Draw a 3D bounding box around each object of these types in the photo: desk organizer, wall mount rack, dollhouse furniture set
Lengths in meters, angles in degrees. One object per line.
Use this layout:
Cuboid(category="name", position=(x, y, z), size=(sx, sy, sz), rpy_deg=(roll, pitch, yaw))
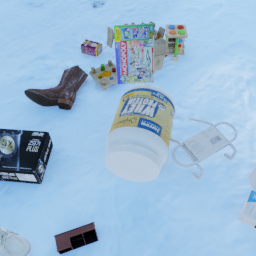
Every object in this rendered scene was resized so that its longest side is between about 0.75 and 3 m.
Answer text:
Cuboid(category="desk organizer", position=(-1.549, 3.339, 8.485), size=(1.248, 0.447, 0.480), rpy_deg=(-16, 56, -12))
Cuboid(category="wall mount rack", position=(2.526, 0.507, 10.429), size=(2.791, 1.041, 2.425), rpy_deg=(-26, 60, -19))
Cuboid(category="dollhouse furniture set", position=(0.670, -4.053, 13.805), size=(2.723, 1.403, 2.693), rpy_deg=(-20, 47, -31))

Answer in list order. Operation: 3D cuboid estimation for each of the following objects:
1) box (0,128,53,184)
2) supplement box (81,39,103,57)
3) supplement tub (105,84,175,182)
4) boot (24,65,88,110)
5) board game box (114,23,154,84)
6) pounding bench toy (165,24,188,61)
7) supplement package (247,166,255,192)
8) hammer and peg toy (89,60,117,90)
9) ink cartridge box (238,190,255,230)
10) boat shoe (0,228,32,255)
Cuboid(category="box", position=(-3.976, 0.984, 10.043), size=(2.094, 0.902, 1.715), rpy_deg=(4, 51, 4))
Cuboid(category="supplement box", position=(-1.855, -4.090, 14.330), size=(0.939, 0.484, 0.614), rpy_deg=(18, 54, 14))
Cuboid(category="supplement tub", position=(0.457, 0.153, 9.891), size=(2.146, 2.146, 2.967), rpy_deg=(10, 52, 8))
Cuboid(category="boot", position=(-3.120, -2.006, 12.493), size=(2.208, 0.761, 2.370), rpy_deg=(17, 56, -3))
Cuboid(category="board game box", position=(0.200, -2.199, 8.416), size=(1.160, 1.723, 0.251), rpy_deg=(-3, 26, 0))
Cuboid(category="pounding bench toy", position=(2.396, -4.281, 13.980), size=(1.006, 1.263, 1.619), rpy_deg=(0, 52, 0))
Cuboid(category="supplement package", position=(4.708, 1.613, 9.174), size=(0.899, 1.483, 0.888), rpy_deg=(-7, 52, -6))
Cuboid(category="hammer and peg toy", position=(-0.714, -2.564, 13.015), size=(1.833, 0.647, 1.349), rpy_deg=(-28, 57, -20))
Cuboid(category="ink cartridge box", position=(4.484, 2.836, 8.793), size=(1.689, 0.573, 0.980), rpy_deg=(26, 56, 19))
Cuboid(category="boat shoe", position=(-3.784, 3.258, 8.293), size=(1.940, 0.827, 0.717), rpy_deg=(19, 54, 14))
